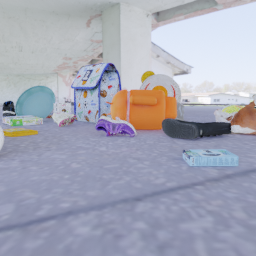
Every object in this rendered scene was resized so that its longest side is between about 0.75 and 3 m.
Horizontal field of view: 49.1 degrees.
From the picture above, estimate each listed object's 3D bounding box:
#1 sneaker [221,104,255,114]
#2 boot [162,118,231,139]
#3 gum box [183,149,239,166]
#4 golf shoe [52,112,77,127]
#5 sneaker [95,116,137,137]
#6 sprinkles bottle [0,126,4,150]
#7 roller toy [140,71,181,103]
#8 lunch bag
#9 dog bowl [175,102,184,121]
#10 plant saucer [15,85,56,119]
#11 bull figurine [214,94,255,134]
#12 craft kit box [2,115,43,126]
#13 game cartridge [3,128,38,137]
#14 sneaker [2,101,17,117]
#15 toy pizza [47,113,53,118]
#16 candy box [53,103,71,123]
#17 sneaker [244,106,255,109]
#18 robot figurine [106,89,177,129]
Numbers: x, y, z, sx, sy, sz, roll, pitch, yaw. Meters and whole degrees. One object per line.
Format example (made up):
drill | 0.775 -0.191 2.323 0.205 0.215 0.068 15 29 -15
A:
sneaker | 4.316 -0.343 9.918 2.421 0.946 1.093 -2 9 -20
boot | 2.082 -0.027 8.498 1.699 0.558 1.400 -8 18 -36
gum box | 1.453 0.528 5.040 0.819 0.182 0.696 0 6 1
golf shoe | -2.678 -0.454 11.870 0.666 0.548 1.455 38 12 7
sneaker | -0.380 0.078 8.564 1.343 0.541 0.560 13 54 22
sprinkles bottle | -3.269 0.087 5.944 0.870 0.870 2.549 -4 6 -31
roller toy | 2.029 -2.055 17.613 2.629 2.882 2.014 8 6 11
lunch bag | -1.547 -1.693 13.687 1.747 2.822 2.399 -5 8 -42
dog bowl | 1.234 -0.926 12.455 2.762 0.810 2.762 16 1 0
plant saucer | -4.531 -1.129 13.909 2.110 2.110 0.379 1 -24 11
bull figurine | 4.143 -0.342 8.841 2.651 0.863 1.609 13 50 33
craft kit box | -4.739 -0.344 12.603 1.352 0.328 1.335 -6 9 -40
game cartridge | -3.556 0.134 8.973 1.013 0.164 0.893 3 7 37
sneaker | -6.390 -0.986 15.433 0.690 1.057 1.889 -1 6 -9
toy pizza | -4.536 -0.769 17.357 1.519 0.241 1.519 1 5 0
candy box | -3.176 -0.745 13.602 0.801 0.955 0.342 -5 8 -40
sneaker | 5.445 -0.583 11.751 2.791 0.987 1.384 -7 13 -22
robot figurine | 0.477 -0.670 10.370 2.574 1.501 1.851 2 20 -1
